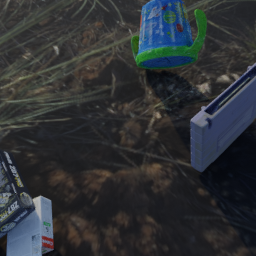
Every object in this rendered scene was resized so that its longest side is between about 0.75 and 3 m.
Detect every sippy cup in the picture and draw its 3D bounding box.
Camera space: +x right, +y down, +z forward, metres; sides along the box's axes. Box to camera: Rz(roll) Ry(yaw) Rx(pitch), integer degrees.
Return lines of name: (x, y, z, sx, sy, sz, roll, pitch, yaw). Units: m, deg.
sippy cup: (1.167, -2.953, 8.817, 2.509, 1.970, 1.839, -3, 92, 15)

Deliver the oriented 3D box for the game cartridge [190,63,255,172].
game cartridge: (2.753, -0.332, 7.540, 2.995, 1.941, 0.575, -38, 55, -22)

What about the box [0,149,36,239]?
box: (-3.321, 1.783, 6.517, 2.096, 0.515, 1.690, -41, 60, 7)

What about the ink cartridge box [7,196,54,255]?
ink cartridge box: (-2.190, 2.544, 6.279, 0.966, 0.446, 1.772, -25, 53, 12)
